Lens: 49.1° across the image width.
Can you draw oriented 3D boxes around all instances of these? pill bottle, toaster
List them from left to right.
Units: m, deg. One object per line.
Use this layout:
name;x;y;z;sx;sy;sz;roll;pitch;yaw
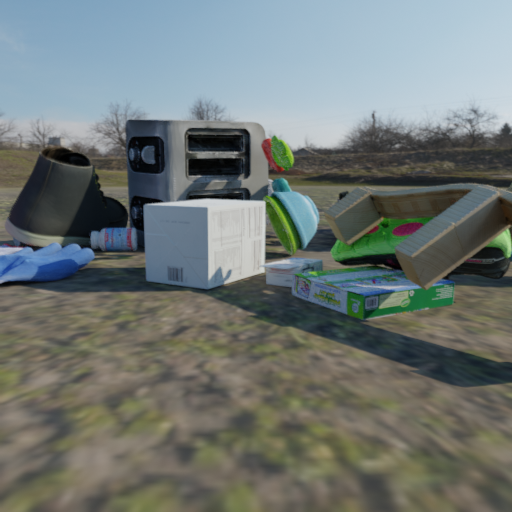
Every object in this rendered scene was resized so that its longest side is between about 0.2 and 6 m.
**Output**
pill bottle;-2.831;-0.321;11.174;0.861;0.468;0.468;-2;9;-6
toaster;-1.183;-1.532;12.001;2.972;2.687;1.763;-7;14;-33

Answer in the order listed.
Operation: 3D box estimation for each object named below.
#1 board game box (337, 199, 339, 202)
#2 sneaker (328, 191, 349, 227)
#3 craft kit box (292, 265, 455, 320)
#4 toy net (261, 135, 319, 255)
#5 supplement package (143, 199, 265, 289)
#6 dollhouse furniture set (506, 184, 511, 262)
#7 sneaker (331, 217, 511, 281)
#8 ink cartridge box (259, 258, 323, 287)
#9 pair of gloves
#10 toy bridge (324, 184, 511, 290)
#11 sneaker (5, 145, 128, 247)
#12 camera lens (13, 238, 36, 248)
board game box;3.129;-0.987;14.039;1.430;0.869;1.794;-5;10;-31
sneaker;3.179;-0.948;12.476;3.217;1.184;1.897;-7;17;-24
craft kit box;1.430;0.414;7.035;1.451;0.352;1.433;-5;13;-29
toy net;0.306;-1.220;11.971;0.809;2.198;4.191;-28;6;-6
supplement package;-0.728;-0.236;8.405;1.158;1.150;1.526;5;11;31
dollhouse furniture set;4.636;-0.246;8.916;1.412;1.420;2.015;-3;-21;4
sneaker;2.125;-0.012;7.720;1.076;1.174;2.803;-45;24;-26
ink cartridge box;0.504;0.245;8.039;0.533;0.312;0.918;4;9;37
pair of gloves;-4.577;0.075;8.891;3.624;0.413;2.914;7;11;36
toy bridge;2.183;-0.218;6.153;1.342;0.543;3.993;-36;27;-6
sneaker;-3.433;-1.227;11.536;1.253;1.780;3.351;33;17;11
camera lens;-4.735;-0.426;11.762;0.594;0.475;0.475;-8;12;-43
